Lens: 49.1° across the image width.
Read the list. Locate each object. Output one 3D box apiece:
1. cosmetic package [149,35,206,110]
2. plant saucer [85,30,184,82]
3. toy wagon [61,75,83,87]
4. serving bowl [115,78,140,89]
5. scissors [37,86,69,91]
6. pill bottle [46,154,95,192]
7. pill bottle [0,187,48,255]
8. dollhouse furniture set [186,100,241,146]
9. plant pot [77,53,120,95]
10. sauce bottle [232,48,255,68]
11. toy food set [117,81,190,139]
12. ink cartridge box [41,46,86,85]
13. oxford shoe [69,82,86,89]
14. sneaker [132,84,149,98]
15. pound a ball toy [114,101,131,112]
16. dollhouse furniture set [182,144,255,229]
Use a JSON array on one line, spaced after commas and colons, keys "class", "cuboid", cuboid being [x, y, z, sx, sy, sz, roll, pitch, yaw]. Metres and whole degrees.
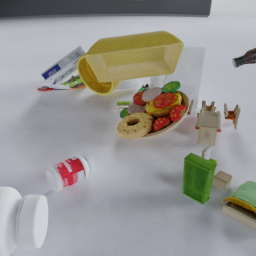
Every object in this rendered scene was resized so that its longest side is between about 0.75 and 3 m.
[{"class": "cosmetic package", "cuboid": [2.148, -2.646, 13.002, 1.733, 2.819, 2.810, -4, 29, -7]}, {"class": "plant saucer", "cuboid": [0.214, -2.410, 9.482, 2.924, 0.708, 2.923, -7, -6, 2]}, {"class": "toy wagon", "cuboid": [-2.889, -2.511, 14.855, 1.385, 0.274, 1.075, -21, 30, 7]}, {"class": "serving bowl", "cuboid": [-0.516, -2.924, 15.695, 2.360, 0.776, 2.360, 1, 28, 0]}, {"class": "scissors", "cuboid": [-3.933, -1.998, 14.706, 1.696, 0.118, 0.620, 11, 28, 17]}, {"class": "pill bottle", "cuboid": [-1.615, 1.233, 8.028, 1.297, 0.728, 0.728, -22, 36, -35]}, {"class": "pill bottle", "cuboid": [-3.112, 1.978, 5.886, 2.607, 1.461, 1.461, 0, 28, -2]}, {"class": "dollhouse furniture set", "cuboid": [3.040, -0.280, 10.790, 2.298, 1.184, 2.274, 7, 18, 13]}, {"class": "plant pot", "cuboid": [-1.065, -3.113, 14.053, 2.210, 2.210, 2.079, 17, 48, 29]}, {"class": "sauce bottle", "cuboid": [4.713, -2.647, 10.168, 1.770, 0.584, 0.584, -20, 27, 10]}, {"class": "toy food set", "cuboid": [0.931, -0.674, 10.613, 2.803, 0.682, 2.774, -17, 36, 20]}, {"class": "ink cartridge box", "cuboid": [-3.148, -3.180, 14.824, 2.483, 0.505, 2.488, -35, 2, 2]}, {"class": "oxford shoe", "cuboid": [-2.687, -2.347, 15.020, 1.064, 0.388, 0.379, -25, 37, -38]}, {"class": "sneaker", "cuboid": [0.656, -1.814, 13.772, 0.549, 0.633, 1.429, 15, 32, 26]}, {"class": "pound a ball toy", "cuboid": [-0.246, -0.920, 12.541, 0.770, 0.327, 0.502, -2, 54, -4]}, {"class": "dollhouse furniture set", "cuboid": [2.828, 1.387, 7.227, 2.390, 1.199, 1.566, 24, 36, 37]}]
